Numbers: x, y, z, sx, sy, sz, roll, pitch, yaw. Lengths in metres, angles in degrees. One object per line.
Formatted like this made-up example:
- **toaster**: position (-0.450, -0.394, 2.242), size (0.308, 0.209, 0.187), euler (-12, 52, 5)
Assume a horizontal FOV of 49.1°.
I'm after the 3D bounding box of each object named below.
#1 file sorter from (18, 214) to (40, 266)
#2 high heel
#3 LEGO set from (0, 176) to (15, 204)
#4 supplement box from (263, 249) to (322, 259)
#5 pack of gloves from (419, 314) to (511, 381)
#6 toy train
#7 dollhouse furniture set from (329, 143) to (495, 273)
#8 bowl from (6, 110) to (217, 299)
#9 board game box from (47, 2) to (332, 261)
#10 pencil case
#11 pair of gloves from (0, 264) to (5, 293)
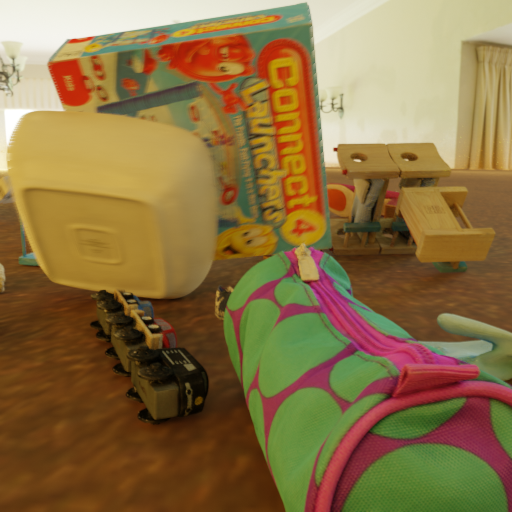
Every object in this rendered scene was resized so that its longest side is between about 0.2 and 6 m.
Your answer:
- **file sorter**: position (-2.575, -0.433, 8.588), size (1.695, 1.040, 1.176), euler (3, 12, 13)
- **high heel**: position (2.723, -1.408, 14.143), size (2.451, 0.826, 1.178), euler (20, 28, 21)
- **LEGO set**: position (-3.634, -0.912, 10.336), size (1.159, 1.077, 2.824), euler (-27, 2, 28)
- **supplement box**: position (0.599, -0.186, 9.037), size (0.523, 0.406, 0.948), euler (9, 14, 39)
- **pack of gloves**: position (2.247, 0.785, 3.838), size (2.697, 0.532, 2.266), euler (-1, 10, -5)
- **toy train**: position (-0.931, 0.689, 4.593), size (0.564, 0.420, 2.461), euler (-1, 11, -25)
- **dollhouse furniture set**: position (2.078, -0.410, 8.429), size (1.645, 1.654, 2.347), euler (-2, 41, -6)
- **bowl**: position (-1.583, -0.368, 6.120), size (2.218, 2.215, 0.828), euler (8, 44, 5)
- **board game box**: position (-0.559, -1.197, 6.350), size (2.622, 2.678, 0.748), euler (-6, 37, 7)
- **pencil case**: position (0.429, 0.645, 3.016), size (1.025, 1.113, 2.409), euler (-2, 12, -11)
- **pair of gloves**: position (-4.083, 0.420, 5.501), size (2.927, 0.603, 3.442), euler (-4, 13, -21)
